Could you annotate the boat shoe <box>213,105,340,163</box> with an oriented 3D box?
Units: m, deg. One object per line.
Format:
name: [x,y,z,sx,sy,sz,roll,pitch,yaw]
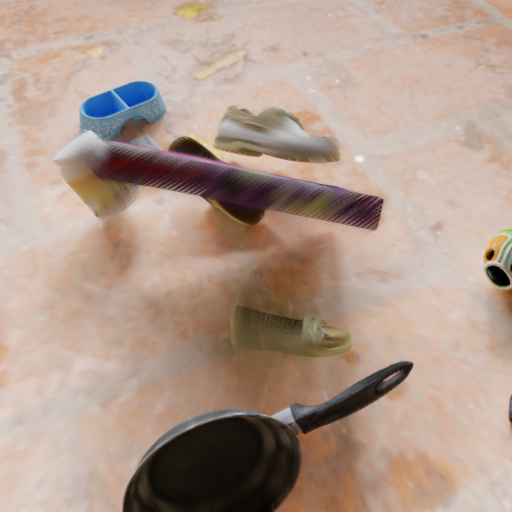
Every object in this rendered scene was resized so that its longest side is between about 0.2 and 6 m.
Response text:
boat shoe: [0.384,-2.550,11.571,3.009,1.029,1.125,14,6,32]

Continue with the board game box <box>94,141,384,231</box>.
board game box: [-0.351,-1.271,9.701,4.435,0.716,2.662,10,5,-11]

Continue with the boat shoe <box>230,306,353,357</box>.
boat shoe: [0.518,1.076,8.202,1.798,0.566,0.656,5,12,9]

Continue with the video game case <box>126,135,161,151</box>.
video game case: [-2.658,-2.200,12.626,1.090,0.132,1.196,-28,57,-21]

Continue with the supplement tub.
supplement tub: [-3.118,-1.572,11.001,1.089,1.508,1.089,-28,27,16]

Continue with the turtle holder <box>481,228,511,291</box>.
turtle holder: [4.675,0.229,10.163,0.974,1.372,1.042,-37,27,-27]

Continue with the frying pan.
frying pan: [-0.057,2.230,6.983,3.865,2.338,0.629,-51,34,8]

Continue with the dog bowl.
dog bowl: [-3.238,-3.554,13.478,2.191,0.543,1.221,-28,56,-22]

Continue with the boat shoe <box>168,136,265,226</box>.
boat shoe: [-0.786,-1.482,11.518,2.386,0.792,0.883,45,78,6]

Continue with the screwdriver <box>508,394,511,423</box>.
screwdriver: [4.308,1.993,9.145,0.233,0.243,1.671,18,49,14]
